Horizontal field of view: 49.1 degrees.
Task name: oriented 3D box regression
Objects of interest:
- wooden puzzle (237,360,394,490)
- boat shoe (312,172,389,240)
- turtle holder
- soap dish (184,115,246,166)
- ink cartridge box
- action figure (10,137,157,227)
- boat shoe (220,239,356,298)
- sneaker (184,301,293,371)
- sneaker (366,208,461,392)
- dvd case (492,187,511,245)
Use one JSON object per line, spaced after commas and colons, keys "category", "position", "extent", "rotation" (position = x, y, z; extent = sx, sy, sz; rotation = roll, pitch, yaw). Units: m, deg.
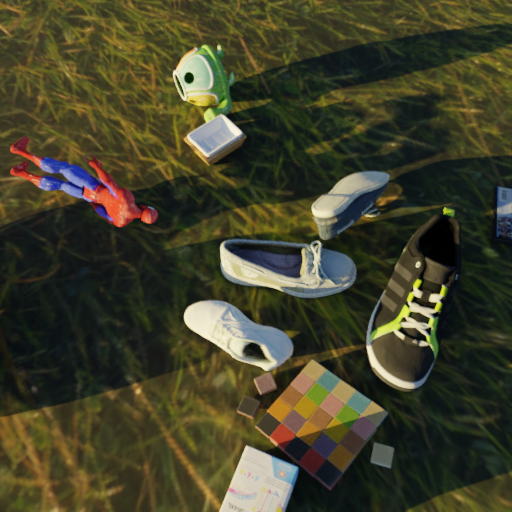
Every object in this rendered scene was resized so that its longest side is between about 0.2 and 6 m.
{"category": "wooden puzzle", "position": [1.091, 2.812, 9.588], "extent": [2.719, 0.191, 1.612], "rotation": [33, 64, 28]}
{"category": "boat shoe", "position": [2.017, -1.081, 11.539], "extent": [0.898, 0.741, 2.398], "rotation": [10, 33, 35]}
{"category": "turtle holder", "position": [-1.221, -4.019, 13.190], "extent": [1.171, 1.648, 1.252], "rotation": [-25, 31, -14]}
{"category": "soap dish", "position": [-0.924, -2.612, 12.700], "extent": [1.128, 0.458, 0.888], "rotation": [-37, 67, -19]}
{"category": "ink cartridge box", "position": [-0.004, 3.881, 8.737], "extent": [0.903, 0.880, 1.405], "rotation": [19, 62, 12]}
{"category": "action figure", "position": [-3.438, -1.425, 11.450], "extent": [3.124, 1.022, 0.808], "rotation": [27, 37, 4]}
{"category": "boat shoe", "position": [0.622, 0.152, 10.884], "extent": [2.674, 0.857, 0.985], "rotation": [8, 61, 5]}
{"category": "sneaker", "position": [-0.391, 1.407, 10.070], "extent": [2.102, 0.842, 0.739], "rotation": [20, 107, 13]}
{"category": "sneaker", "position": [2.953, 0.630, 10.245], "extent": [1.289, 1.488, 3.594], "rotation": [17, 62, 9]}
{"category": "dvd case", "position": [5.968, -0.719, 11.787], "extent": [1.932, 0.170, 1.378], "rotation": [11, 62, 6]}
